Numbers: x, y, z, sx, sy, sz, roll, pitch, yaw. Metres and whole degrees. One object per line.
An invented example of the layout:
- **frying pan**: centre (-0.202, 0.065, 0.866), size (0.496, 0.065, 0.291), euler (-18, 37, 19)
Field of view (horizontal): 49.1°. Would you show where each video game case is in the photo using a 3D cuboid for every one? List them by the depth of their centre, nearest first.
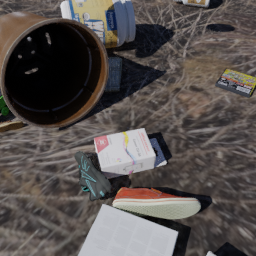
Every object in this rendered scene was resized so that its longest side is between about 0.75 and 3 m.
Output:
- **video game case**: centre (3.741, -1.570, 9.614), size (1.179, 0.150, 1.066), euler (25, 52, 22)

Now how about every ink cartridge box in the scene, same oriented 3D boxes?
- **ink cartridge box**: centre (0.072, 0.614, 7.320), size (1.734, 0.585, 1.010), euler (-12, 49, -10)

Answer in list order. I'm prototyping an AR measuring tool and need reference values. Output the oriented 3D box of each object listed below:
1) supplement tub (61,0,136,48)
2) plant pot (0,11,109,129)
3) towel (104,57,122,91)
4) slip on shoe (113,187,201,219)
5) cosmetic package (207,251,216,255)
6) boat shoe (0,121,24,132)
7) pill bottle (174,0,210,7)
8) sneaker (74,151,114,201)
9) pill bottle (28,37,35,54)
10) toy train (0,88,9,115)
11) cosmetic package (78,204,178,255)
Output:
- **supplement tub**: centre (-1.133, -3.955, 10.646), size (2.548, 1.843, 1.843), euler (-10, 48, -9)
- **plant pot**: centre (-2.614, -2.002, 8.269), size (2.999, 2.999, 2.969), euler (-29, 45, -24)
- **towel**: centre (-1.152, -1.977, 9.862), size (1.853, 0.332, 1.925), euler (0, 47, 1)
- **slip on shoe**: centre (0.645, 1.644, 6.342), size (1.960, 0.726, 0.600), euler (1, 43, 7)
- **cosmetic package**: centre (1.928, 3.106, 4.976), size (1.594, 0.676, 0.858), euler (29, 55, 25)
- **boat shoe**: centre (-3.474, -0.108, 8.193), size (0.816, 0.294, 0.294), euler (-15, 50, -5)
- **pill bottle**: centre (3.112, -6.415, 13.476), size (1.695, 0.969, 0.969), euler (12, 49, 11)
- **sneaker**: centre (-1.001, 1.133, 6.853), size (0.619, 0.589, 1.562), euler (-39, 47, -11)
- **pill bottle**: centre (-4.181, -3.409, 10.918), size (1.261, 0.708, 0.708), euler (29, 54, 26)
- **toy train**: centre (-4.163, -0.279, 8.037), size (0.518, 0.700, 2.483), euler (15, 49, 21)
- **cosmetic package**: centre (0.005, 2.480, 5.705), size (1.734, 0.448, 1.307), euler (17, 48, 14)
